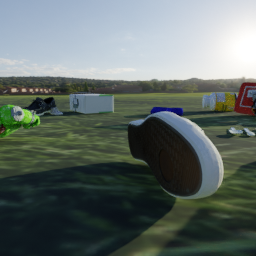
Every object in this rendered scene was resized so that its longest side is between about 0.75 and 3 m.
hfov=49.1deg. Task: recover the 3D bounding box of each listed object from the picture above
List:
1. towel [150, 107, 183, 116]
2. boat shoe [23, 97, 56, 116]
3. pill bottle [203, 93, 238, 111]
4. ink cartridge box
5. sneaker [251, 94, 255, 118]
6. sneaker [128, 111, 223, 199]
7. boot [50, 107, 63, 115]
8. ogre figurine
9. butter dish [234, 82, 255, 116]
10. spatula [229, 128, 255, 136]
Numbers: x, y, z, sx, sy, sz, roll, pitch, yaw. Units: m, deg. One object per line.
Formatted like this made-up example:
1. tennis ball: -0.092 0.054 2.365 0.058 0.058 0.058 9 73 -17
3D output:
1. towel: 1.926 -0.833 13.815 1.586 0.393 1.171 1 7 9
2. boat shoe: -4.421 -1.146 14.048 0.947 0.840 2.534 14 15 21
3. pill bottle: 5.345 -1.522 16.288 1.885 1.056 1.056 2 8 9
4. ink cartridge box: -2.056 -1.386 15.553 1.713 0.987 2.348 -5 9 -30
5. sneaker: 5.504 -0.960 11.848 0.622 0.580 1.569 4 43 3
6. sneaker: 0.827 0.198 4.164 1.185 1.019 2.798 -6 9 -11
7. boot: -3.628 -0.868 14.168 0.765 0.365 0.281 4 9 26
8. ogre figurine: -3.436 -0.160 6.835 2.437 1.196 1.461 13 -14 -19
9. butter dish: 6.368 -1.278 13.806 1.699 1.694 1.256 13 -10 43
10. spatula: 3.559 0.087 8.370 1.083 0.125 1.558 1 8 16
